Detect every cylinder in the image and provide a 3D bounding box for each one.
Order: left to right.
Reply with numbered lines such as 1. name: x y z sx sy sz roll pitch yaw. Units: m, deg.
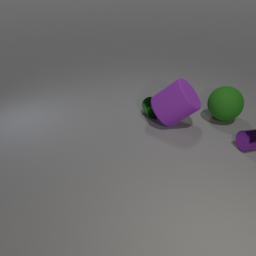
1. cylinder: 1.016 -0.871 11.914 0.700 0.700 0.700 -9 35 -15
2. cylinder: 1.846 -0.978 10.817 1.400 1.400 1.400 -33 14 31
3. cylinder: 4.221 0.408 9.672 0.700 0.700 0.700 -6 30 -18

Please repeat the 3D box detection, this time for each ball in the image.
1. ball: 3.919 -0.987 11.267 1.400 1.400 1.400 0 30 0
